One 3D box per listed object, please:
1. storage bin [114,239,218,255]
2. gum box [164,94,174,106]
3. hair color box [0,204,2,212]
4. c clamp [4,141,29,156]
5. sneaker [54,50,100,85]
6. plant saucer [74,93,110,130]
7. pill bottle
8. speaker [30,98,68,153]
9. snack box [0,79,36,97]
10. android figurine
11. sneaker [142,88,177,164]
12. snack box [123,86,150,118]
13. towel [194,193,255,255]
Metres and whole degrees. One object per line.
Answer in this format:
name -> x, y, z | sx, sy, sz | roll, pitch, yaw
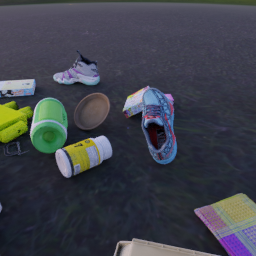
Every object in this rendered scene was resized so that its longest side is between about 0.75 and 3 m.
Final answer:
storage bin -> 0.579, 3.015, 4.421 | 2.019, 0.953, 2.034 | 6, 31, 12
gum box -> 1.326, -1.141, 12.031 | 1.154, 0.382, 0.655 | -3, 31, -4
hair color box -> -3.285, 2.061, 6.376 | 0.360, 0.588, 1.188 | -2, 31, -3
c clamp -> -3.700, 0.685, 9.222 | 0.741, 0.117, 0.867 | -20, 37, -22
sneaker -> -2.624, -3.076, 14.055 | 2.376, 1.662, 0.924 | 2, 30, 3
plant saucer -> -1.320, -0.600, 10.495 | 1.561, 0.230, 1.561 | -12, 60, 22
pill bottle -> -1.276, 0.799, 8.263 | 1.492, 0.853, 0.853 | -21, 36, -31
speaker -> -2.665, -0.177, 9.527 | 1.145, 1.145, 2.590 | -7, 26, -11
snack box -> -5.521, -1.878, 13.278 | 2.069, 0.384, 1.202 | -5, 31, -9
android figurine -> -4.985, -0.171, 10.175 | 2.655, 0.599, 2.916 | 17, 34, 26
sneaker -> 0.916, -0.230, 8.494 | 0.992, 1.195, 2.501 | -17, 68, 15
snack box -> 0.420, -1.087, 11.441 | 1.066, 0.397, 1.499 | -27, 22, 22
towel -> 2.670, 2.351, 6.241 | 1.546, 0.245, 2.153 | -11, 33, -20
